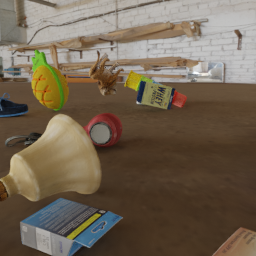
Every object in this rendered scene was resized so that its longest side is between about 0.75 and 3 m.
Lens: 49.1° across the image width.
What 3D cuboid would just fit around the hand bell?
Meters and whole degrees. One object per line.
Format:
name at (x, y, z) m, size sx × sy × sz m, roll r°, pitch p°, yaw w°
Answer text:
hand bell at (-1.499, 0.716, 3.078) m, size 2.208 × 1.149 × 1.149 m, roll -25°, pitch 25°, yaw -39°

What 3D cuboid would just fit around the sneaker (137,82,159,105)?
sneaker at (1.604, -1.888, 14.892) m, size 1.054 × 1.200 × 2.996 m, roll 7°, pitch 12°, yaw 38°

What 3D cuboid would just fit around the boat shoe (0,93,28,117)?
boat shoe at (-5.084, -0.868, 10.583) m, size 2.479 × 0.851 × 1.043 m, roll -1°, pitch 11°, yaw -7°

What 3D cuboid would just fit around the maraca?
maraca at (-3.383, -1.967, 11.752) m, size 1.394 × 2.606 × 1.787 m, roll -24°, pitch -3°, yaw -40°

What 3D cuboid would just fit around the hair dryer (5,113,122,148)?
hair dryer at (-1.137, 0.023, 6.440) m, size 2.791 × 0.758 × 2.126 m, roll -9°, pitch 14°, yaw -43°

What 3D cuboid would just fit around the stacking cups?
stacking cups at (1.319, -1.770, 13.227) m, size 2.930 × 0.886 × 0.886 m, roll 25°, pitch 14°, yaw 4°

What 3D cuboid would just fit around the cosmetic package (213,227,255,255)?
cosmetic package at (1.102, 1.109, 1.630) m, size 1.161 × 0.507 × 0.600 m, roll 10°, pitch 15°, yaw 41°

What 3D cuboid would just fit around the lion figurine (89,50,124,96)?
lion figurine at (-1.213, -2.568, 13.456) m, size 1.013 × 1.712 × 2.796 m, roll 55°, pitch 15°, yaw 29°

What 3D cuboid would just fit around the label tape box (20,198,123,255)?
label tape box at (-0.546, 1.005, 2.780) m, size 0.823 × 0.272 × 0.590 m, roll 8°, pitch 15°, yaw 27°

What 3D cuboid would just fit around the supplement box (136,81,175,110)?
supplement box at (1.169, -1.453, 12.170) m, size 1.388 × 0.932 × 1.389 m, roll 12°, pitch 11°, yaw -4°
